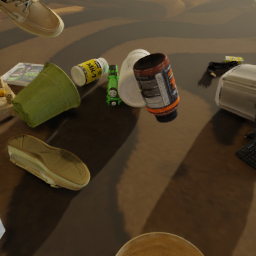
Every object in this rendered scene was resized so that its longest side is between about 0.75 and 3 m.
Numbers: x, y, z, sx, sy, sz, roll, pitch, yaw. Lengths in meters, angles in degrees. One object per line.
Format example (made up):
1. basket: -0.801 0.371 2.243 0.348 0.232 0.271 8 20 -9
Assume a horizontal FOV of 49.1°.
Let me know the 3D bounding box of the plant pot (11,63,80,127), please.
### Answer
1. plant pot: -2.720 -0.901 8.931 1.726 1.726 1.639 28 58 32

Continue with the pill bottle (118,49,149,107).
1. pill bottle: 0.392 -1.940 10.282 1.380 1.380 2.414 2 36 2

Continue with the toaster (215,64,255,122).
1. toaster: 4.039 -1.204 9.292 1.618 1.423 2.505 25 42 35

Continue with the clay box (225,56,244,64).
1. clay box: 4.855 -3.098 12.818 0.773 0.184 0.444 8 38 10

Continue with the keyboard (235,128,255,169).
1. keyboard: 3.960 0.324 8.063 2.260 0.448 1.176 -25 43 -30

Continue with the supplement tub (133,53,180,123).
1. supplement tub: 0.654 -0.804 5.971 0.763 1.427 0.763 -16 35 11

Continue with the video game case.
1. video game case: -4.113 -2.236 11.648 1.831 0.214 1.665 8 38 10

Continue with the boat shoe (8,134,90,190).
1. boat shoe: -2.043 0.972 7.100 2.445 0.769 0.892 22 30 17

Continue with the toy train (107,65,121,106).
1. toy train: -0.555 -1.667 10.505 0.500 0.676 2.398 -2 37 -3

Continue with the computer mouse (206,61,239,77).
1. computer mouse: 4.320 -2.297 11.438 1.720 0.564 2.450 -7 37 -11

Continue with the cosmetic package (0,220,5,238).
1. cosmetic package: -3.145 1.868 5.492 1.033 1.030 0.635 9 38 12

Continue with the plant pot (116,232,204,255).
1. plant pot: 0.597 2.761 4.958 1.894 0.260 1.894 0 38 0

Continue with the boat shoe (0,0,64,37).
1. boat shoe: -3.135 -3.590 8.040 2.722 0.982 0.884 30 -10 -15

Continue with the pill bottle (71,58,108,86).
1. pill bottle: -1.502 -2.291 11.233 0.795 0.795 1.391 29 46 33

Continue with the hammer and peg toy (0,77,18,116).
1. hammer and peg toy: -4.940 -0.714 9.091 2.474 0.872 1.820 -24 45 -28
